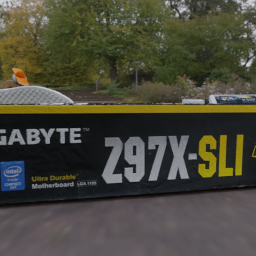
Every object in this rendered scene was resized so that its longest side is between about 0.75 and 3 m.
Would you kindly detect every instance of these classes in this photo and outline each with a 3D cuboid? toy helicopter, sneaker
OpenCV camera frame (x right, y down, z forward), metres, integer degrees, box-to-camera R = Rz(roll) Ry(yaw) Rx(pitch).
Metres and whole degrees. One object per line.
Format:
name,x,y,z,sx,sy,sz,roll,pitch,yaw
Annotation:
toy helicopter,-3.066,-1.026,8.522,2.337,1.546,0.922,8,12,31
sneaker,-2.262,-0.397,6.177,2.504,0.942,1.309,4,0,1

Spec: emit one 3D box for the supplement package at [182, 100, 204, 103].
supplement package,2.489,-0.688,10.852,0.822,0.819,1.401,3,8,11

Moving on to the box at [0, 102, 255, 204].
box,0.004,0.059,2.912,2.750,0.679,2.196,-1,6,-12

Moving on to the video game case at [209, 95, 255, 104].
video game case,3.389,-0.350,6.463,2.744,0.320,2.495,1,20,11
